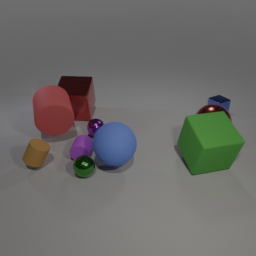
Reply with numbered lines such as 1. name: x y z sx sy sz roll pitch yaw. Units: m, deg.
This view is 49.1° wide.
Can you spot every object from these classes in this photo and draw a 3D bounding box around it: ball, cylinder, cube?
1. ball: -1.395 1.210 8.912 0.700 0.700 0.700 0 30 0
2. ball: 3.204 -0.208 10.634 1.400 1.400 1.400 0 30 0
3. cylinder: -1.610 0.707 9.764 0.700 0.700 0.700 3 31 5
4. cube: -2.259 -1.288 12.178 1.400 1.400 1.400 2 46 4
5. ball: -1.244 -0.022 10.892 0.700 0.700 0.700 0 30 0
6. cylinder: -2.810 -0.673 10.489 1.400 1.400 1.400 -9 40 -15
7. cube: 4.107 -1.013 12.720 0.700 0.700 0.700 -16 34 -26
8. cylinder: -3.014 0.818 9.220 0.700 0.700 0.700 25 19 -9
9. ball: -0.420 0.502 8.918 1.400 1.400 1.400 0 30 0
10. cube: 2.614 0.479 9.124 1.400 1.400 1.400 -7 48 -14
